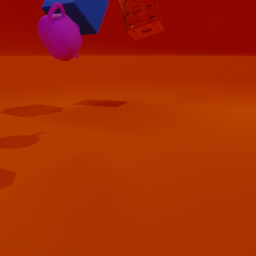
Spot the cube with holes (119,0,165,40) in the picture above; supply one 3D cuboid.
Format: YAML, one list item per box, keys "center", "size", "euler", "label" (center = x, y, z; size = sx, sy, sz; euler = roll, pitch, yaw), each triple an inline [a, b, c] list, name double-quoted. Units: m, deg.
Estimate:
- center: [0.545, -4.182, 10.401]
  size: [1.212, 1.212, 1.212]
  euler: [-14, 0, 16]
  label: "cube with holes"

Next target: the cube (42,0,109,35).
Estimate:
- center: [-1.660, -3.960, 9.043]
  size: [1.350, 1.350, 1.350]
  euler: [6, -20, 29]
  label: "cube"

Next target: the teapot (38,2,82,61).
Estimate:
- center: [-1.404, -1.972, 6.094]
  size: [0.796, 1.627, 1.011]
  euler: [-39, 67, -19]
  label: "teapot"
